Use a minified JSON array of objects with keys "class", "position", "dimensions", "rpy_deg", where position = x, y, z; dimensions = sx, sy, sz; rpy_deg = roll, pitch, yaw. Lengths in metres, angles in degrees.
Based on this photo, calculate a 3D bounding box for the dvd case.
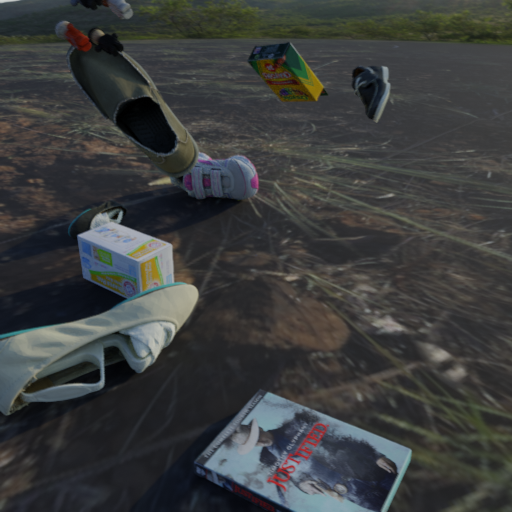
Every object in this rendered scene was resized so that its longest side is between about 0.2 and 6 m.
[{"class":"dvd case","position":[0.492,2.121,5.768],"dimensions":[1.849,0.203,1.350],"rpy_deg":[15,30,28]}]

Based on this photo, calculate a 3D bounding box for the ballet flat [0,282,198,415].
[{"class":"ballet flat","position":[-1.884,1.181,7.058],"dimensions":[2.911,1.011,1.011],"rpy_deg":[-18,32,-28]}]

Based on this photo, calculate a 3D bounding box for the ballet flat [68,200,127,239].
[{"class":"ballet flat","position":[-3.071,-0.731,11.140],"dimensions":[0.539,0.536,1.576],"rpy_deg":[15,30,11]}]

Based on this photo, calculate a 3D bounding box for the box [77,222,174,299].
[{"class":"box","position":[-2.111,0.098,9.104],"dimensions":[1.466,0.825,0.743],"rpy_deg":[19,32,33]}]

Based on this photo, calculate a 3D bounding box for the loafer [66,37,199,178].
[{"class":"loafer","position":[-2.188,-2.750,9.880],"dimensions":[3.077,1.157,1.072],"rpy_deg":[45,-1,1]}]

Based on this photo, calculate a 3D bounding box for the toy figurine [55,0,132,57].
[{"class":"toy figurine","position":[-2.217,-3.231,7.646],"dimensions":[0.610,0.864,0.878],"rpy_deg":[37,30,25]}]

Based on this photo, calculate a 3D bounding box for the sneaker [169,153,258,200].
[{"class":"sneaker","position":[-1.030,-1.705,12.668],"dimensions":[2.486,1.011,1.097],"rpy_deg":[12,29,40]}]

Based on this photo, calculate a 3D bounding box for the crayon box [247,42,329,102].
[{"class":"crayon box","position":[0.561,-3.004,9.469],"dimensions":[0.828,0.331,1.304],"rpy_deg":[14,-16,44]}]

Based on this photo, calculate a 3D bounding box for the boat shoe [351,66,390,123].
[{"class":"boat shoe","position":[2.097,-3.060,10.480],"dimensions":[0.681,0.723,2.013],"rpy_deg":[15,36,-2]}]
